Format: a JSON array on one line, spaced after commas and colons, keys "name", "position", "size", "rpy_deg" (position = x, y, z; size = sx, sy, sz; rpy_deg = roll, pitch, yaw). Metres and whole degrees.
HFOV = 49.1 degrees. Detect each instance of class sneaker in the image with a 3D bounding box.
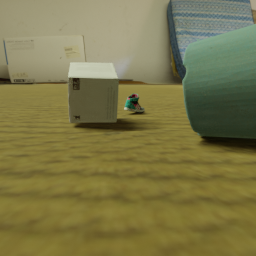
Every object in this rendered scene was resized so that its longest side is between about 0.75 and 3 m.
[{"name": "sneaker", "position": [0.287, -0.925, 10.249], "size": [0.447, 0.645, 1.069], "rpy_deg": [15, 8, 36]}]

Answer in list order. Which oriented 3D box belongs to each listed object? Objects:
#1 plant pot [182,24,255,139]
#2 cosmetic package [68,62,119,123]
[{"name": "plant pot", "position": [2.701, -0.919, 5.636], "size": [2.747, 2.804, 2.804], "rpy_deg": [-3, 8, 27]}, {"name": "cosmetic package", "position": [-1.010, -1.045, 7.968], "size": [1.310, 1.309, 1.588], "rpy_deg": [-1, 28, -9]}]
